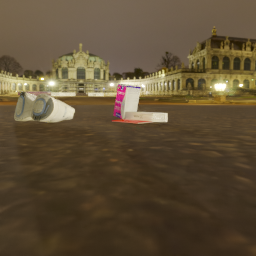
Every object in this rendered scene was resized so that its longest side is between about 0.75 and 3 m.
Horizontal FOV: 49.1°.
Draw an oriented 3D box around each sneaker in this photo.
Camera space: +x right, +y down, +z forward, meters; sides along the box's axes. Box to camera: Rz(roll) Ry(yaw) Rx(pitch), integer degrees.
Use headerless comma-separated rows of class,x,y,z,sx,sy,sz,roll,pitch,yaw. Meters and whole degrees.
sneaker,-3.058,-0.595,9.906,2.962,1.104,1.290,14,-2,45

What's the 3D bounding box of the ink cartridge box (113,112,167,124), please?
ink cartridge box,0.391,-0.397,10.124,1.390,0.353,1.578,-3,6,-38

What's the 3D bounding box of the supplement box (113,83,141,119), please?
supplement box,-0.041,-1.044,11.073,0.685,1.325,0.670,-2,16,-40
